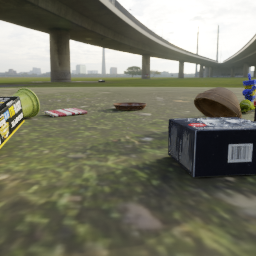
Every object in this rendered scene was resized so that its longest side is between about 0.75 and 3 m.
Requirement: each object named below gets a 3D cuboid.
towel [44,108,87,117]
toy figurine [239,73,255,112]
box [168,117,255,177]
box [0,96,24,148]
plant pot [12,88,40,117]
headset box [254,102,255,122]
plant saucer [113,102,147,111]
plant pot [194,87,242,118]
[{"bbox_3d":[-2.534,-0.614,11.394,1.453,0.165,1.047,-10,16,-37],"label":"towel"},{"bbox_3d":[5.354,-1.675,12.942,1.494,1.697,2.833,7,12,34],"label":"toy figurine"},{"bbox_3d":[1.539,0.259,4.773,1.421,0.740,1.294,-1,9,-9],"label":"box"},{"bbox_3d":[-3.620,-0.017,5.227,2.705,0.667,2.160,-3,21,-4],"label":"box"},{"bbox_3d":[-3.939,-0.755,9.995,1.132,1.132,1.041,4,23,23],"label":"plant pot"},{"bbox_3d":[4.354,-0.058,5.813,1.965,0.992,2.644,-8,13,-37],"label":"headset box"},{"bbox_3d":[0.097,-1.033,13.387,1.621,0.279,1.621,0,11,0],"label":"plant saucer"},{"bbox_3d":[2.732,-0.726,8.239,1.434,0.662,1.434,32,-11,7],"label":"plant pot"}]
